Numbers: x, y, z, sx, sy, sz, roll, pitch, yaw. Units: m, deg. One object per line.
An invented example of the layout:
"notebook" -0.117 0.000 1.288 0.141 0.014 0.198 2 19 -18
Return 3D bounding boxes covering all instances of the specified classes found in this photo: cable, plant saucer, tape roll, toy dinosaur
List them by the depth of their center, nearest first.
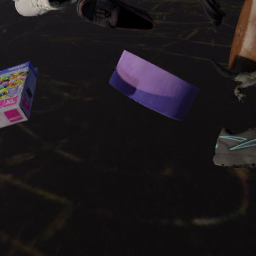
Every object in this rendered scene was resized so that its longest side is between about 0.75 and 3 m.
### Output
"toy dinosaur" 2.717 -0.901 5.788 2.242 0.532 0.988 13 62 26
"tape roll" 0.566 -0.926 6.102 1.830 0.778 1.830 27 13 -7
"plant saucer" 3.192 -2.470 7.392 0.529 2.894 2.894 12 38 10
"cable" 2.218 -4.179 8.338 0.628 2.473 2.018 -26 30 15

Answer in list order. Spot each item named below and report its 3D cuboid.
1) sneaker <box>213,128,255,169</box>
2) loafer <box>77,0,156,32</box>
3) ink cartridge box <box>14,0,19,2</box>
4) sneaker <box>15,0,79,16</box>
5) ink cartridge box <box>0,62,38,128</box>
"sneaker" 1.874 0.273 3.750 1.499 0.594 0.565 0 -13 39
"loafer" -0.250 -3.291 8.176 2.386 0.858 0.752 1 31 -29
"ink cartridge box" -2.996 -3.556 6.539 1.059 0.765 0.446 16 2 -21
"sneaker" -2.619 -4.307 9.089 2.915 1.136 1.448 -11 37 22
"ink cartridge box" -2.198 -0.627 4.952 1.053 0.370 1.765 -17 38 3
